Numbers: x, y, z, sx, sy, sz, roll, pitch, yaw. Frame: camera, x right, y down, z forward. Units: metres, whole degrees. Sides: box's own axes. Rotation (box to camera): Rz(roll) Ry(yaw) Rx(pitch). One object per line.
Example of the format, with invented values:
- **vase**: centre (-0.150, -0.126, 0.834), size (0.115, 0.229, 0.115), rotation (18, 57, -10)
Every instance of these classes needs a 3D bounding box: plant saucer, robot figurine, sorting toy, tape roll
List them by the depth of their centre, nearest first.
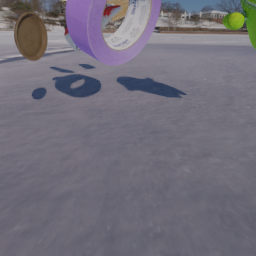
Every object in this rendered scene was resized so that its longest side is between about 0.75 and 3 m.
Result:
- **robot figurine**: centre (2.938, -2.347, 5.246), size (2.170, 2.473, 1.431), rotation (-24, 50, 19)
- **plant saucer**: centre (-1.849, -1.727, 5.320), size (0.130, 0.882, 0.882), rotation (8, 22, 21)
- **tape roll**: centre (-0.237, -2.447, 5.907), size (0.702, 2.140, 2.140), rotation (35, 36, 29)
- **sorting toy**: centre (-0.253, -4.608, 10.411), size (0.971, 0.966, 0.338), rotation (-12, 14, 25)

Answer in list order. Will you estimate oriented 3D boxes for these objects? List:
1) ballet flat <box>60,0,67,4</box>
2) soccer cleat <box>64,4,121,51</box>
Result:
- **ballet flat**: centre (-1.750, -4.003, 8.791), size (1.839, 0.624, 0.692), rotation (34, 32, 22)
- **soccer cleat**: centre (-0.955, -2.865, 7.991), size (1.885, 0.803, 0.647), rotation (-21, 17, 18)
